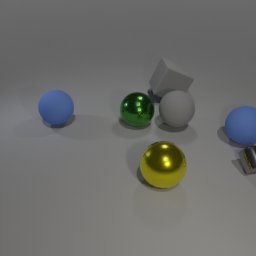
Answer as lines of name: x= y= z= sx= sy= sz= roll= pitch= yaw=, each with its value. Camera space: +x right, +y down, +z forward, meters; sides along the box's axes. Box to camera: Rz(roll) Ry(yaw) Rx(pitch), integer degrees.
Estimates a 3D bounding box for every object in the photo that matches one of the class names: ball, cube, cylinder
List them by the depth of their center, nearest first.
ball: x=1.051 y=1.083 z=8.358 sx=1.400 sy=1.400 sz=1.400 roll=0 pitch=33 yaw=0
cylinder: x=3.982 y=1.012 z=8.916 sx=0.700 sy=0.700 sz=0.700 roll=-8 pitch=64 yaw=-13
ball: x=4.263 y=-0.105 z=10.171 sx=1.400 sy=1.400 sz=1.400 roll=0 pitch=33 yaw=0
ball: x=1.899 y=-0.748 z=10.907 sx=1.400 sy=1.400 sz=1.400 roll=0 pitch=33 yaw=0
ball: x=0.369 y=-0.739 z=11.220 sx=1.400 sy=1.400 sz=1.400 roll=0 pitch=33 yaw=0
ball: x=-2.880 y=-0.841 z=11.256 sx=1.400 sy=1.400 sz=1.400 roll=0 pitch=33 yaw=0
cube: x=1.993 y=-2.226 z=13.124 sx=1.400 sy=1.400 sz=1.400 roll=19 pitch=28 yaw=-17
